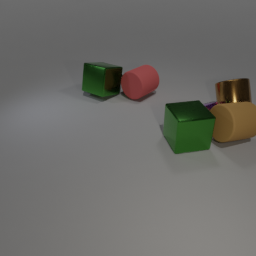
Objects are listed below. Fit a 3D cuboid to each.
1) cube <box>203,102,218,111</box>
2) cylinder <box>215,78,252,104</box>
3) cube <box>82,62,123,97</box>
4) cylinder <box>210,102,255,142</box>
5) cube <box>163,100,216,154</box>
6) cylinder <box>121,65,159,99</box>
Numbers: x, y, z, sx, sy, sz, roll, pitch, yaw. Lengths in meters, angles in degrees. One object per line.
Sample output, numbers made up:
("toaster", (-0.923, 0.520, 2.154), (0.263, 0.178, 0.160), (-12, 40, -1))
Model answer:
("cube", (3.339, -0.649, 11.733), (0.700, 0.700, 0.700), (-19, 8, -28))
("cylinder", (4.500, -1.307, 11.950), (1.400, 1.400, 1.400), (-6, 1, 0))
("cube", (-1.286, -2.450, 13.953), (1.400, 1.400, 1.400), (20, 23, 31))
("cylinder", (3.948, -0.239, 10.436), (1.400, 1.400, 1.400), (-7, 32, -25))
("cube", (2.214, -0.062, 10.416), (1.400, 1.400, 1.400), (-7, 33, -10))
("cylinder", (0.605, -2.283, 13.850), (1.400, 1.400, 1.400), (23, 37, 32))
